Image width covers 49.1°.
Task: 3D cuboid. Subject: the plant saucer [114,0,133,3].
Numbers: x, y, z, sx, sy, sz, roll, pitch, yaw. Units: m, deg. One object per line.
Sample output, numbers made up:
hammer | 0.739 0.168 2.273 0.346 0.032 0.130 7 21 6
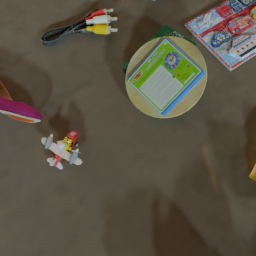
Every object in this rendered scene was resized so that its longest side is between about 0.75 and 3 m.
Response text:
plant saucer | -0.148 -4.543 9.407 0.864 0.139 0.864 0 66 1

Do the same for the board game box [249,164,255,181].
board game box | 3.911 0.805 6.822 1.274 0.336 1.665 30 69 13

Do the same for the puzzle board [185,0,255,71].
puzzle board | 3.489 -3.174 8.718 2.789 0.243 2.102 -33 69 -14

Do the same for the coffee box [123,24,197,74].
coffee box | 0.929 -1.998 8.031 1.204 0.431 1.958 37 72 17

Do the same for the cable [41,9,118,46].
cable | -1.510 -3.160 8.506 2.370 0.596 1.151 -9 66 -4

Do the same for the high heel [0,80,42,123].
high heel | -3.125 -0.915 7.324 2.362 0.796 1.135 18 77 12

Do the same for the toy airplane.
toy airplane | -1.611 0.532 6.781 0.914 0.645 0.910 -11 66 -6

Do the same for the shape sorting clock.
shape sorting clock | 0.944 -1.305 7.209 2.115 0.415 2.115 0 89 17
